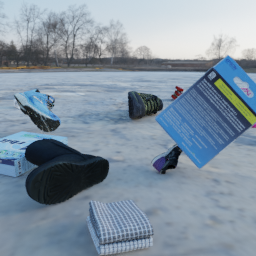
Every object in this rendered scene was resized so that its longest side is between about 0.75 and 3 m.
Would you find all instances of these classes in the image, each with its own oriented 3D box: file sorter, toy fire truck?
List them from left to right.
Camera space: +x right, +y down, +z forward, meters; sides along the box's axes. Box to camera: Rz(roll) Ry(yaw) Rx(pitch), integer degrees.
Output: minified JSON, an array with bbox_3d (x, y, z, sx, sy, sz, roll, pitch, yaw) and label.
[{"bbox_3d":[3.026,-1.810,15.583,1.045,0.698,1.244,24,14,-5],"label":"toy fire truck"},{"bbox_3d":[4.551,-0.836,10.376,1.311,1.183,1.886,-5,15,-18],"label":"file sorter"}]

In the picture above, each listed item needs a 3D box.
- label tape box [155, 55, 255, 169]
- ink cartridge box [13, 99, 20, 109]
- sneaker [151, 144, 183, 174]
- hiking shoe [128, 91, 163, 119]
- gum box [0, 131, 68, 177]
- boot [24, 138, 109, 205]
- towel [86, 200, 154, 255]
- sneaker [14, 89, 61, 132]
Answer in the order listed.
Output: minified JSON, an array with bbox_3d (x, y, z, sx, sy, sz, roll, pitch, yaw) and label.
[{"bbox_3d":[1.654,-0.301,5.554,1.852,1.327,0.612,-42,-5,5],"label":"label tape box"},{"bbox_3d":[-5.018,-1.154,13.339,0.605,0.347,1.032,-10,17,-34],"label":"ink cartridge box"},{"bbox_3d":[0.945,0.671,5.920,0.910,0.345,0.399,-30,56,-24],"label":"sneaker"},{"bbox_3d":[0.725,-1.020,11.297,1.437,1.081,2.855,-3,13,1],"label":"hiking shoe"},{"bbox_3d":[-2.531,0.538,6.545,1.493,0.392,1.757,6,15,23],"label":"gum box"},{"bbox_3d":[-1.456,0.706,5.175,1.536,0.698,1.828,14,13,33],"label":"boot"},{"bbox_3d":[-0.135,1.257,3.729,0.721,0.373,0.871,-4,15,-18],"label":"towel"},{"bbox_3d":[-2.694,-0.711,8.770,1.001,0.872,2.225,-34,49,-25],"label":"sneaker"}]
